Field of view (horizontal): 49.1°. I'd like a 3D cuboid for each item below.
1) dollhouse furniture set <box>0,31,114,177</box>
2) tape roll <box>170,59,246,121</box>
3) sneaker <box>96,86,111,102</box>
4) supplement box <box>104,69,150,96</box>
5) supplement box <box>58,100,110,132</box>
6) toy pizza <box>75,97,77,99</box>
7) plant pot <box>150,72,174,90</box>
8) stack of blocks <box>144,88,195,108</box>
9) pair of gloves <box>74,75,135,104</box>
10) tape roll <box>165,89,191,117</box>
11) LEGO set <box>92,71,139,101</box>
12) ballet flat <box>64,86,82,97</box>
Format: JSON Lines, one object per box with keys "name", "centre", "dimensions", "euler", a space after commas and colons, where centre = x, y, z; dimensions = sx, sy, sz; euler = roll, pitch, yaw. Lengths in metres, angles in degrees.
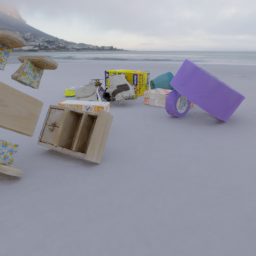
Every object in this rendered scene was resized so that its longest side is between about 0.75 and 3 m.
{"name": "dollhouse furniture set", "centre": [-1.907, -0.215, 5.982], "dimensions": [1.811, 2.556, 2.783], "euler": [9, -11, 33]}
{"name": "tape roll", "centre": [2.897, -1.419, 10.313], "dimensions": [2.559, 1.087, 2.559], "euler": [29, 18, -11]}
{"name": "sneaker", "centre": [-1.072, -1.505, 12.762], "dimensions": [0.555, 0.468, 1.268], "euler": [-32, 44, 19]}
{"name": "supplement box", "centre": [-0.070, -2.655, 16.186], "dimensions": [2.362, 1.286, 1.294], "euler": [11, 20, 33]}
{"name": "supplement box", "centre": [-1.368, -0.335, 8.835], "dimensions": [1.537, 0.968, 0.565], "euler": [4, 16, 15]}
{"name": "toy pizza", "centre": [-2.393, -1.678, 14.911], "dimensions": [0.840, 0.133, 0.840], "euler": [0, 16, 0]}
{"name": "plant pot", "centre": [1.917, -2.422, 15.768], "dimensions": [1.169, 1.244, 1.244], "euler": [-16, 20, -13]}
{"name": "stack of blocks", "centre": [1.919, -1.365, 12.966], "dimensions": [2.098, 0.614, 1.208], "euler": [13, 21, 37]}
{"name": "pair of gloves", "centre": [-1.099, -1.664, 13.196], "dimensions": [2.739, 0.480, 2.329], "euler": [-15, 37, -12]}
{"name": "tape roll", "centre": [1.943, -0.954, 10.811], "dimensions": [1.045, 1.045, 0.444], "euler": [-14, 22, -39]}
{"name": "LEGO set", "centre": [-0.705, -2.230, 14.546], "dimensions": [2.401, 1.391, 1.847], "euler": [-6, 17, -20]}
{"name": "ballet flat", "centre": [-2.700, -2.013, 15.335], "dimensions": [1.600, 0.536, 0.534], "euler": [-8, 16, -27]}
